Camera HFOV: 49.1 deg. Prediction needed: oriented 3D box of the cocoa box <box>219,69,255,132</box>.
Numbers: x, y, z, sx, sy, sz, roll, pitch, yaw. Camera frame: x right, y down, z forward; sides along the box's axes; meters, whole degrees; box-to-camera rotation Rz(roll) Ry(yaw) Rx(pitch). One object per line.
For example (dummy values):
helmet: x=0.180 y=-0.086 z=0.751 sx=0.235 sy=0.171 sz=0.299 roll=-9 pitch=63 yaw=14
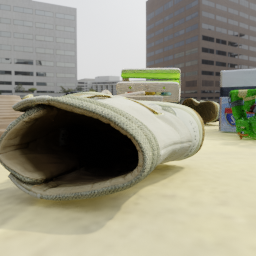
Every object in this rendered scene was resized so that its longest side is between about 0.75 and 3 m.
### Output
cocoa box: x=3.858 y=-0.693 z=7.357 sx=2.507 sy=1.645 sz=1.672 roll=4 pitch=6 yaw=35

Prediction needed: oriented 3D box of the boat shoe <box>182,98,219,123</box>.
boat shoe: x=2.864 y=-0.586 z=10.734 sx=0.883 sy=0.997 sz=2.723 roll=9 pitch=7 yaw=-16

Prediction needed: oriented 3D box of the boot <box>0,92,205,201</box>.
boot: x=-0.658 y=0.055 z=3.186 sx=2.672 sy=0.963 sz=2.066 roll=4 pitch=7 yaw=25

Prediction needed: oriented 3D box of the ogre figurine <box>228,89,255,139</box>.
ogre figurine: x=2.828 y=-0.300 z=6.098 sx=0.910 sy=1.112 sz=1.855 roll=-8 pitch=7 yaw=-31

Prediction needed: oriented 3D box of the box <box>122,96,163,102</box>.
box: x=-0.050 y=-0.515 z=8.868 sx=2.207 sy=1.048 sz=0.858 roll=-1 pitch=6 yaw=0

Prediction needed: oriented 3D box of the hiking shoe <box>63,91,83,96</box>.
hiking shoe: x=-1.165 y=-0.414 z=7.309 sx=2.897 sy=1.097 sz=1.459 roll=3 pitch=10 yaw=40

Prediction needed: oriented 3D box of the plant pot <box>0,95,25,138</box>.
plant pot: x=-2.906 y=-0.225 z=6.083 sx=2.106 sy=0.972 sz=2.106 roll=-1 pitch=5 yaw=0

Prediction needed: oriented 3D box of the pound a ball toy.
pound a ball toy: x=0.596 y=-1.407 z=11.318 sx=2.940 sy=1.249 sz=1.917 roll=1 pitch=43 yaw=12
